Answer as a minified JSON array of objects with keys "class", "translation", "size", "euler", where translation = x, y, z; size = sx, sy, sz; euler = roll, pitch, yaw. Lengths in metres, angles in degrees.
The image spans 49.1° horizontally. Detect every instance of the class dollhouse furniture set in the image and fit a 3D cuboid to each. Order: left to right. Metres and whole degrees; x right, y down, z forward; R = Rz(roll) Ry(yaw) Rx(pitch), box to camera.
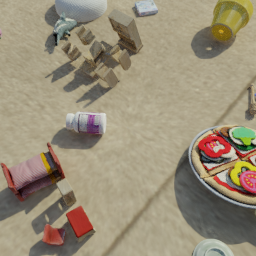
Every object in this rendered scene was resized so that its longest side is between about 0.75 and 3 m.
[{"class":"dollhouse furniture set","translation":[-1.844,1.617,6.444],"size":[1.241,0.938,2.306],"euler":[-27,59,-18]},{"class":"dollhouse furniture set","translation":[-0.649,-2.629,9.572],"size":[2.036,1.442,2.217],"euler":[36,83,24]}]

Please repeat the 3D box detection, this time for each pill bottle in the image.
[{"class":"pill bottle","translation":[-1.178,-0.153,7.928],"size":[1.079,0.606,0.606],"euler":[4,54,3]}]

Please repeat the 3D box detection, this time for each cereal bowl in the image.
[{"class":"cereal bowl","translation":[-1.960,-5.368,11.492],"size":[2.196,0.915,2.196],"euler":[0,54,1]}]

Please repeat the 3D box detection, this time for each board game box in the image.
[{"class":"board game box","translation":[0.762,-5.029,11.692],"size":[0.791,0.172,0.787],"euler":[-11,55,-8]}]

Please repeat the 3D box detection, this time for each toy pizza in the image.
[{"class":"toy pizza","translation":[2.919,0.767,7.052],"size":[2.723,0.432,2.723],"euler":[1,42,-1]}]

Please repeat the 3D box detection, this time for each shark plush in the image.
[{"class":"shark plush","translation":[-2.393,-3.687,10.466],"size":[0.675,0.737,1.621],"euler":[27,39,-19]}]

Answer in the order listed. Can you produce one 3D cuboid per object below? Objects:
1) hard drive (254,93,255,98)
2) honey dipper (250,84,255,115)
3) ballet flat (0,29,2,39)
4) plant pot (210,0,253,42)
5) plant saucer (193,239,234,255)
[{"class":"hard drive","translation":[4.406,-0.905,8.776],"size":[0.508,0.098,0.770],"euler":[-31,60,-20]},{"class":"honey dipper","translation":[3.908,-0.938,8.751],"size":[0.239,0.239,1.258],"euler":[11,51,8]},{"class":"ballet flat","translation":[-5.508,-3.186,10.030],"size":[0.705,0.726,2.039],"euler":[37,63,24]},{"class":"plant pot","translation":[3.680,-3.961,10.295],"size":[1.372,1.372,1.290],"euler":[26,73,18]},{"class":"plant saucer","translation":[1.870,2.842,6.006],"size":[0.933,0.234,0.933],"euler":[0,54,0]}]
